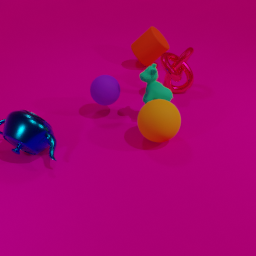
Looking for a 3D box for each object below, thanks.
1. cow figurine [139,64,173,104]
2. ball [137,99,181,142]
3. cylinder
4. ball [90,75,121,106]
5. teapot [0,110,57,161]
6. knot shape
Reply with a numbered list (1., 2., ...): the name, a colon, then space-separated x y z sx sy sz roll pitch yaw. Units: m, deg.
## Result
1. cow figurine: 0.755 -1.081 7.365 1.065 1.048 0.585 20 13 -11
2. ball: 0.747 -0.173 6.764 1.039 1.039 1.039 0 36 0
3. cylinder: 0.817 -3.000 10.334 1.035 1.035 1.035 -36 24 28
4. ball: -0.619 -1.032 7.661 0.834 0.834 0.834 0 36 0
5. teapot: -2.255 0.199 6.344 1.851 1.151 0.907 20 66 15
6. knot shape: 1.474 -1.820 8.529 0.672 1.454 1.360 20 10 42
